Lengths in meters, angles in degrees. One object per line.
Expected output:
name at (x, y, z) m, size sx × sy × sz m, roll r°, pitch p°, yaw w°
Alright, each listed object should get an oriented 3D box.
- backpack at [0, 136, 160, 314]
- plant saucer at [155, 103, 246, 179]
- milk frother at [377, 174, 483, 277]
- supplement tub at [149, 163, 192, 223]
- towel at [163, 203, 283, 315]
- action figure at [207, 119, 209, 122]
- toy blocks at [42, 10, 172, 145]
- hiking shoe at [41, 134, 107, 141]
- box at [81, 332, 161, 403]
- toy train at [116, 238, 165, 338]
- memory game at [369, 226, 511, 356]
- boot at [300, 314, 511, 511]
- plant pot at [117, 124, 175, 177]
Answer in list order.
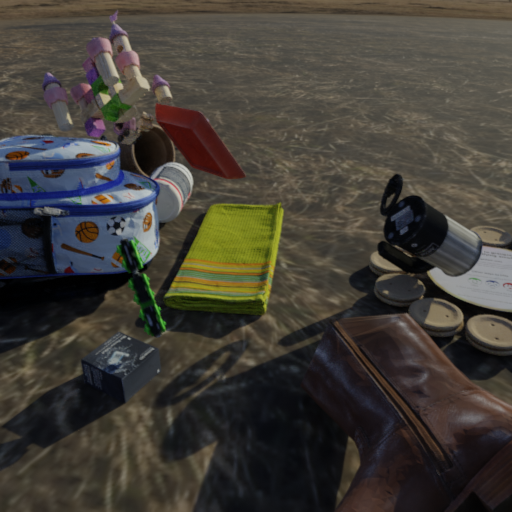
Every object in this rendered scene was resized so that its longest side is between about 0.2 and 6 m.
backpack at (-3.141, -0.775, 9.462) m, size 3.059 × 2.474 × 3.212 m, roll 5°, pitch 25°, yaw -12°
plant saucer at (-1.103, -2.047, 10.312) m, size 0.291 × 1.585 × 1.588 m, roll -49°, pitch 41°, yaw -13°
milk frother at (2.685, -0.518, 8.955) m, size 1.335 × 1.419 × 1.281 m, roll 26°, pitch -24°, yaw -27°
supplement tub at (-1.886, -1.354, 11.779) m, size 0.930 × 0.930 × 1.325 m, roll 4°, pitch 30°, yaw 7°
towel at (-0.430, -0.149, 10.255) m, size 1.629 × 0.342 × 3.785 m, roll 4°, pitch 29°, yaw 6°
action figure at (-1.407, -3.655, 16.251) m, size 0.579 × 0.643 × 0.864 m, roll 2°, pitch 15°, yaw -9°
toy blocks at (-2.562, -3.052, 9.643) m, size 1.664 × 1.499 × 1.781 m, roll -32°, pitch -16°, yaw 31°
hiking shoe at (-4.685, -1.839, 11.966) m, size 3.155 × 1.588 × 1.195 m, roll -11°, pitch 31°, yaw -19°
box at (-1.758, 1.440, 7.337) m, size 0.728 × 0.427 × 0.716 m, roll 18°, pitch 34°, yaw 26°
toy train at (-1.473, 0.414, 7.198) m, size 0.280 × 1.342 × 0.378 m, roll -20°, pitch -5°, yaw -7°
memory game at (3.879, 0.415, 9.336) m, size 4.005 × 0.255 × 4.005 m, roll -1°, pitch 29°, yaw 0°
boot at (0.911, 1.949, 5.852) m, size 3.241 × 1.117 × 3.477 m, roll -25°, pitch 23°, yaw -6°
plant pot at (-2.857, -2.422, 13.545) m, size 1.195 × 1.370 × 1.370 m, roll -1°, pitch 24°, yaw 37°
